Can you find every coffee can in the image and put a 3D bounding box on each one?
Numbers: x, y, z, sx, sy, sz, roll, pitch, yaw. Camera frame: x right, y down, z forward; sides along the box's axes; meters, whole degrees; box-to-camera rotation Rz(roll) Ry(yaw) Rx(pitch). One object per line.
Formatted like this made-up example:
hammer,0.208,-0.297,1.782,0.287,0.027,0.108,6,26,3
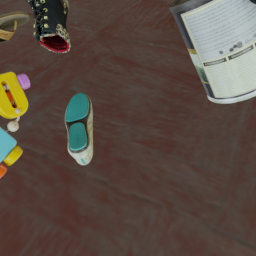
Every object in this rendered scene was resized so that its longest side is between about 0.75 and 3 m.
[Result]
coffee can,1.952,-1.782,5.572,1.553,2.122,1.553,-25,23,12

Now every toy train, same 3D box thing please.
toy train,-2.062,-0.239,3.643,1.429,1.903,0.529,4,-6,-35

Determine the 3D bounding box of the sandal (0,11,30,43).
sandal,-2.293,-1.632,4.857,1.318,0.356,0.530,-35,14,-24

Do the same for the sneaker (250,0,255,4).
sneaker,2.009,-2.092,4.205,1.106,0.425,0.615,-4,41,-42

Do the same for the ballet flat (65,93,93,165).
ballet flat,-1.040,0.010,6.088,0.624,0.577,1.851,-11,46,5

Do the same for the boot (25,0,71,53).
boot,-2.348,-3.223,7.236,0.878,2.433,1.838,-22,64,22
